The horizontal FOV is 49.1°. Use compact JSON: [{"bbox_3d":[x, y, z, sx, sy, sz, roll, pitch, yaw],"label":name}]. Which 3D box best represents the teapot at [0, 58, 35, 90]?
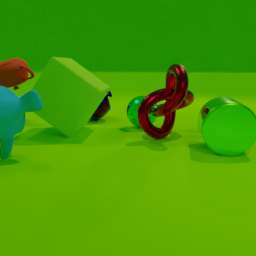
[{"bbox_3d":[-3.529,-1.557,8.358,1.778,0.871,1.105,-2,27,24],"label":"teapot"}]

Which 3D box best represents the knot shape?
[{"bbox_3d":[1.009,-0.610,6.818,0.817,1.768,1.654,33,11,19],"label":"knot shape"}]

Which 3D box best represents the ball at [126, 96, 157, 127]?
[{"bbox_3d":[0.402,-0.461,7.865,0.895,0.895,0.895,0,12,0],"label":"ball"}]

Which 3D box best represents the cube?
[{"bbox_3d":[-1.498,-0.837,7.212,1.394,1.394,1.394,36,14,-2],"label":"cube"}]

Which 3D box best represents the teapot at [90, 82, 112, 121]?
[{"bbox_3d":[-0.986,-0.935,8.837,1.001,1.271,2.044,-22,-12,-9],"label":"teapot"}]

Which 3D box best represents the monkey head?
[{"bbox_3d":[-2.220,-0.301,5.073,1.143,1.589,0.957,-15,12,25],"label":"monkey head"}]

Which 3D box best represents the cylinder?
[{"bbox_3d":[1.993,-0.069,5.731,1.036,1.036,1.036,2,13,9],"label":"cylinder"}]
